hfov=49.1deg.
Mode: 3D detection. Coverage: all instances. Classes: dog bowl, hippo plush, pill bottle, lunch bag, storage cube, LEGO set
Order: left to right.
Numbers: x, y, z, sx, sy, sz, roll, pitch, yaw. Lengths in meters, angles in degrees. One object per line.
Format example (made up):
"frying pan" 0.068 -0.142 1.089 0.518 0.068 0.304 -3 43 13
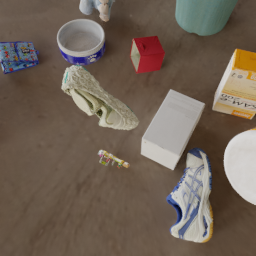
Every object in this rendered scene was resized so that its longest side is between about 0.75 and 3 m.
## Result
"lunch bag" -3.549 -2.366 9.187 1.236 0.581 0.930 -14 61 -21
"dog bowl" -1.534 -2.864 9.337 1.546 0.609 1.546 0 61 0
"hippo plush" -1.158 -4.609 9.988 1.141 1.130 1.419 9 62 4
"LEGO set" -0.425 0.906 7.478 0.898 0.413 0.334 30 81 -10
"storage cube" 0.597 -2.327 8.904 0.827 0.920 0.787 -11 61 -13
"pill bottle" 1.814 0.285 3.121 1.381 0.804 0.804 -14 61 -31

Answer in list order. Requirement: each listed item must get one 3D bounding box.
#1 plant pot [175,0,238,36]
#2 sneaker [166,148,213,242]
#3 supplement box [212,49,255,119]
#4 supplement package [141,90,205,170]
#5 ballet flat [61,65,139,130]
"plant pot" 2.664 -4.621 9.231 2.520 2.469 2.520 1 62 -1
"sneaker" 1.466 1.519 6.832 1.018 0.869 2.309 4 61 2
"supplement box" 3.182 -1.127 7.667 1.195 1.896 0.697 15 61 9
"supplement package" 1.182 0.048 7.526 1.038 1.025 1.712 26 65 13
"ballet flat" -0.448 -0.319 4.386 0.549 1.529 0.549 -33 34 26
